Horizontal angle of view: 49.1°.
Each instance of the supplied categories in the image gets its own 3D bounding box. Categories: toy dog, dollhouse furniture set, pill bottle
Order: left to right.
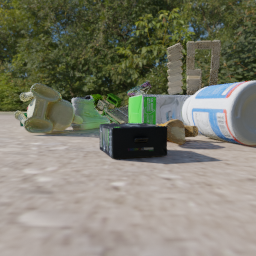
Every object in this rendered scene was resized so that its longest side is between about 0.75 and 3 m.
[{"bbox_3d":[-2.852,-0.627,9.978,2.188,1.575,2.257,3,1,-28],"label":"toy dog"},{"bbox_3d":[-0.675,-0.474,13.846,2.691,1.350,1.763,36,31,29],"label":"dollhouse furniture set"},{"bbox_3d":[2.495,-0.416,7.350,1.467,1.467,2.614,-1,6,-16],"label":"pill bottle"}]

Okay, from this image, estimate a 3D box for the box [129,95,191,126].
[{"bbox_3d":[1.415,-0.611,10.676,2.421,1.326,2.743,0,4,-10],"label":"box"}]

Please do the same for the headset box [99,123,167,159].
[{"bbox_3d":[0.070,0.211,5.247,1.028,0.548,1.180,-1,5,-16],"label":"headset box"}]

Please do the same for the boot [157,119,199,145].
[{"bbox_3d":[0.899,0.121,6.978,1.196,0.588,1.671,-4,-2,37],"label":"boot"}]

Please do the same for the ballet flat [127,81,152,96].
[{"bbox_3d":[0.593,-1.718,12.795,1.359,0.484,0.470,-32,-11,-34],"label":"ballet flat"}]

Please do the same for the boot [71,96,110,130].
[{"bbox_3d":[-1.490,-0.692,11.782,1.028,1.335,2.794,1,5,16],"label":"boot"}]

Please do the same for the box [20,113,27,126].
[{"bbox_3d":[-3.833,-0.502,13.746,1.696,0.699,2.890,0,7,8],"label":"box"}]

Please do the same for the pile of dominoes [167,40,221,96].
[{"bbox_3d":[2.497,-2.307,10.849,1.940,2.489,0.396,4,46,15],"label":"pile of dominoes"}]
